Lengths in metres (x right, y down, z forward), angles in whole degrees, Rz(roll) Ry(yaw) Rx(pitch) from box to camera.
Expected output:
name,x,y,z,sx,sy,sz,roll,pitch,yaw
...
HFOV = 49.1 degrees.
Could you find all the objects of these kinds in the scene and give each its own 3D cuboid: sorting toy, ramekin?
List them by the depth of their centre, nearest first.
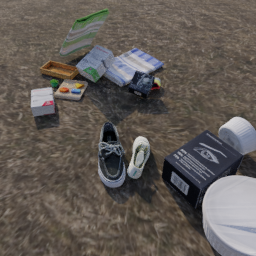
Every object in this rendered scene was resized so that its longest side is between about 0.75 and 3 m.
name,x,y,z,sx,sy,sz,roll,pitch,yaw
ramekin,3.045,2.486,7.406,2.296,1.069,2.296,0,43,0
ramekin,3.712,0.342,9.565,0.639,1.311,1.311,-26,48,-14
sorting toy,-2.798,-1.802,12.560,1.736,0.255,1.283,8,44,7

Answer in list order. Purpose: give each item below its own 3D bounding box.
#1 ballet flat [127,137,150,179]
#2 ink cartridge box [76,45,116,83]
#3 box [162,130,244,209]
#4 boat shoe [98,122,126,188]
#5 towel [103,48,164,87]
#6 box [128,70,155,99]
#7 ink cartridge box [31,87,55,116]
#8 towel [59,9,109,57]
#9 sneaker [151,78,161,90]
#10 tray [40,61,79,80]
name,x,y,z,sx,sy,sz,roll,pitch,yaw
ballet flat,0.443,0.859,9.404,0.638,0.638,1.839,10,45,10
ink cartridge box,-1.497,-3.045,13.195,1.116,0.643,1.530,33,74,30
box,2.302,1.215,8.756,2.038,1.063,1.508,-28,50,-26
boat shoe,-0.556,0.786,9.374,0.914,0.846,2.477,-1,43,-1
towel,0.072,-3.083,13.869,2.876,0.342,2.112,-31,52,-29
box,0.580,-1.867,12.068,0.897,0.556,0.882,22,74,8
ink cartridge box,-3.532,-1.101,11.631,0.878,0.504,1.209,-9,44,-10
towel,-2.173,-4.584,13.768,2.101,2.816,0.432,-38,93,-33
sneaker,0.875,-1.966,12.570,1.283,0.502,0.580,-4,46,-5
tray,-3.301,-2.789,13.581,1.695,0.314,0.836,16,46,17
